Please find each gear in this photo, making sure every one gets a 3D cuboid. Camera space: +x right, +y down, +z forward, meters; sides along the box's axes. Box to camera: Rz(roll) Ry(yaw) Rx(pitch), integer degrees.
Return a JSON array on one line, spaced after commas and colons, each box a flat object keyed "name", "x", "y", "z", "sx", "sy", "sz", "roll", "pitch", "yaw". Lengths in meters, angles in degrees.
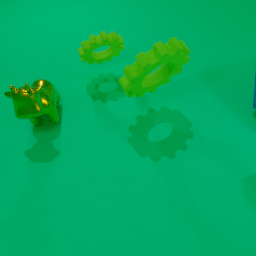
[{"name": "gear", "x": 0.639, "y": -1.370, "z": 6.640, "sx": 1.759, "sy": 1.759, "sz": 0.325, "roll": -25, "pitch": 74, "yaw": -19}, {"name": "gear", "x": -0.750, "y": -2.234, "z": 7.924, "sx": 1.284, "sy": 1.284, "sz": 0.237, "roll": -16, "pitch": 77, "yaw": -12}]

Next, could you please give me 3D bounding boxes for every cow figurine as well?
[{"name": "cow figurine", "x": -2.260, "y": -0.756, "z": 6.915, "sx": 0.907, "sy": 1.627, "sz": 1.653, "roll": -8, "pitch": 50, "yaw": 5}]

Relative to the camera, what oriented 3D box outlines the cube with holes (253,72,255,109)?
[{"name": "cube with holes", "x": 4.200, "y": -1.101, "z": 6.973, "sx": 1.364, "sy": 1.364, "sz": 1.364, "roll": -11, "pitch": 20, "yaw": -18}]
